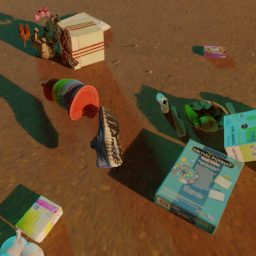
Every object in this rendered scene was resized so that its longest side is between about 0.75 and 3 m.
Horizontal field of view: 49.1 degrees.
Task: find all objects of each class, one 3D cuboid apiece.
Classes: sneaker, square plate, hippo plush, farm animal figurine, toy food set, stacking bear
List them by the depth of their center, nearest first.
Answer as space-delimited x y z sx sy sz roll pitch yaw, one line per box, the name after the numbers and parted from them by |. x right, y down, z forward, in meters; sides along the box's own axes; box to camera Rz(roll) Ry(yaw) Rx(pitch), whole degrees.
-2.736 3.260 6.400 1.718 1.368 1.381 20 20 4 | hippo plush
-0.759 0.248 8.262 0.889 0.784 1.995 -21 57 25 | sneaker
-1.990 -1.074 9.017 1.926 1.095 1.170 22 17 34 | stacking bear
2.898 -0.507 10.158 2.486 0.499 1.716 -5 47 -5 | toy food set
1.363 -1.052 10.741 0.363 0.414 1.034 -10 46 -7 | sneaker
-3.943 -4.424 13.429 2.124 1.323 2.630 26 46 -2 | farm animal figurine
-2.539 -5.450 14.907 2.339 0.333 2.317 -36 57 -29 | square plate

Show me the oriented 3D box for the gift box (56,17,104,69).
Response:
-2.120 -3.753 12.349 1.779 1.758 1.905 -23 45 -22 | gift box

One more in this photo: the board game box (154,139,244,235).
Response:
2.099 1.596 8.155 1.767 0.549 2.340 25 52 22 | board game box

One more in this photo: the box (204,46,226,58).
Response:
4.097 -3.614 13.272 0.982 0.192 0.672 6 47 5 | box

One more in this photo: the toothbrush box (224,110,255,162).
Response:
4.115 0.189 8.740 1.994 0.858 1.452 -13 40 30 | toothbrush box

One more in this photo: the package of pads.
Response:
-2.338 2.438 7.514 0.795 0.351 1.030 22 52 21 | package of pads
